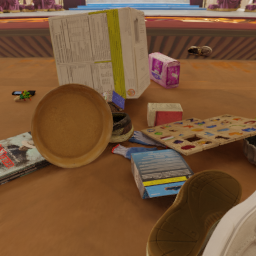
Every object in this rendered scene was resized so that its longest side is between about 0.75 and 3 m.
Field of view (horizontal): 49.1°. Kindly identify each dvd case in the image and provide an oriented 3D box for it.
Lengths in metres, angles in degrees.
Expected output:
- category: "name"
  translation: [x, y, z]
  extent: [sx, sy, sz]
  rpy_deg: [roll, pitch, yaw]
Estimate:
- category: "dvd case"
  translation: [-3.239, 0.821, 7.179]
  extent: [2.428, 0.267, 1.772]
  rpy_deg: [-20, 33, -35]

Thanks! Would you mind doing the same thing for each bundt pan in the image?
- category: "bundt pan"
  translation: [3.794, 0.575, 7.235]
  extent: [1.740, 0.653, 1.740]
  rpy_deg: [0, 27, 0]

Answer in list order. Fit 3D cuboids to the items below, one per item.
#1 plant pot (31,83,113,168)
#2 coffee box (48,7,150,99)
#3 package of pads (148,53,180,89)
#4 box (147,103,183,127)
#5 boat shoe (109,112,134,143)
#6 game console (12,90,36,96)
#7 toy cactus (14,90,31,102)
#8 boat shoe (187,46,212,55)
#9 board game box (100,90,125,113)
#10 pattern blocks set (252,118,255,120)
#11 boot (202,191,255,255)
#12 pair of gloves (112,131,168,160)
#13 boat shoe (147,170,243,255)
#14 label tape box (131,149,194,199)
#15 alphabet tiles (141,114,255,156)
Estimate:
- category: "plant pot"
  translation: [-1.365, -0.060, 6.967]
  extent: [2.087, 2.087, 0.287]
  rpy_deg: [-15, 16, -27]
- category: "coffee box"
  translation: [-0.852, -2.691, 10.333]
  extent: [2.818, 2.850, 2.846]
  rpy_deg: [-2, 18, 14]
- category: "package of pads"
  translation: [1.646, -2.753, 13.217]
  extent: [0.784, 1.248, 2.071]
  rpy_deg: [-10, 28, -18]
- category: "box"
  translation: [1.202, -0.433, 9.280]
  extent: [1.101, 0.600, 0.704]
  rpy_deg: [1, 25, 1]
- category: "boat shoe"
  translation: [-1.160, -0.056, 7.997]
  extent: [2.608, 0.845, 0.955]
  rpy_deg: [-7, 40, 0]
- category: "game console"
  translation: [-4.462, -1.470, 11.923]
  extent: [0.984, 0.119, 0.580]
  rpy_deg: [0, 26, 1]
- category: "toy cactus"
  translation: [-4.254, -1.232, 11.283]
  extent: [0.655, 0.406, 0.794]
  rpy_deg: [-31, 38, -16]
- category: "boat shoe"
  translation: [4.789, -5.176, 18.840]
  extent: [1.680, 0.603, 0.500]
  rpy_deg: [19, 38, 39]
- category: "board game box"
  translation: [-0.621, -0.787, 8.710]
  extent: [0.819, 0.396, 0.653]
  rpy_deg: [-10, -27, 33]
- category: "pattern blocks set"
  translation: [4.314, 0.025, 8.857]
  extent: [2.170, 0.176, 1.907]
  rpy_deg: [15, 30, 27]
- category: "boot"
  translation: [2.327, 1.794, 4.309]
  extent: [1.374, 1.058, 2.876]
  rpy_deg: [17, 30, 42]
- category: "pair of gloves"
  translation: [0.423, 0.477, 7.953]
  extent: [1.364, 0.193, 1.696]
  rpy_deg: [12, 30, 22]
- category: "boat shoe"
  translation: [1.140, 1.603, 4.876]
  extent: [0.970, 0.870, 2.620]
  rpy_deg: [34, 40, 29]
- category: "label tape box"
  translation: [0.808, 1.134, 6.246]
  extent: [1.199, 0.526, 1.662]
  rpy_deg: [-5, 27, -10]
- category: "alphabet tiles"
  translation: [2.153, 0.040, 7.870]
  extent: [2.889, 0.109, 2.415]
  rpy_deg: [-13, 16, -20]
